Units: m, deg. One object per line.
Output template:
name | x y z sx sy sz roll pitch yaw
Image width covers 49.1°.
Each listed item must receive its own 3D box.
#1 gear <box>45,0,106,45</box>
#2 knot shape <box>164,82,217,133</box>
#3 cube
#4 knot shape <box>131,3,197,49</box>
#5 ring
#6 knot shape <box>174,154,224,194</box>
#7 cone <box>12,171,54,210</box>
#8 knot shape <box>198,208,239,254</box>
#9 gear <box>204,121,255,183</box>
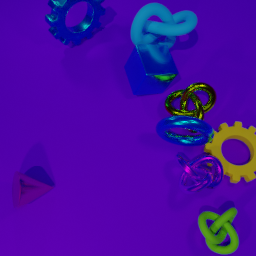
gear | -1.603 -3.541 8.759 1.968 1.968 0.364 -37 66 -13
knot shape | 1.876 -0.703 8.022 1.384 0.683 1.479 -45 69 26
cube | 0.664 -1.740 8.398 1.078 1.078 1.078 -7 67 -25
knot shape | 1.109 -3.018 8.394 1.904 2.034 0.940 -10 88 17
ring | 1.525 0.108 7.569 1.567 1.567 0.313 10 68 4
knot shape | 1.790 1.224 7.296 1.383 0.639 1.294 17 37 14
cone | -2.453 1.616 7.420 0.988 0.984 0.984 3 65 -32
knot shape | 2.236 2.512 6.999 1.138 0.562 1.216 20 82 -22
gear | 3.063 0.669 7.940 1.712 0.317 1.712 -2 68 5
